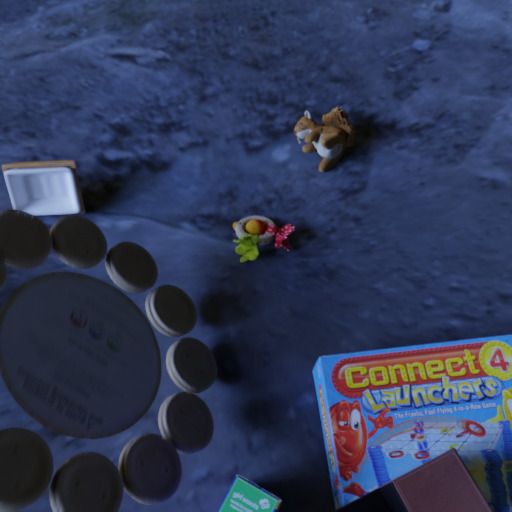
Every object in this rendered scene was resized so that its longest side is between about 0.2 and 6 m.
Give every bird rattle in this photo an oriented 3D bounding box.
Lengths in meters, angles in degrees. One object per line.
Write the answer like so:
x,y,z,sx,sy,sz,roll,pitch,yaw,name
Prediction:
0.068,-0.355,8.255,0.937,0.528,0.764,-24,50,-15,bird rattle

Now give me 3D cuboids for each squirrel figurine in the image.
1.091,-1.976,8.995,0.919,0.651,0.858,-35,57,-14,squirrel figurine

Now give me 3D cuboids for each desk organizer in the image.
1.229,2.883,5.662,2.252,0.807,0.867,-23,64,-11,desk organizer

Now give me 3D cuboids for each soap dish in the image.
-3.149,-1.033,8.392,1.059,0.833,0.430,-2,33,-1,soap dish

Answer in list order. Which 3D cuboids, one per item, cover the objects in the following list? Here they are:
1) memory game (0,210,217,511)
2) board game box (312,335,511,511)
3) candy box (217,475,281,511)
-1.946,1.098,6.342,3.750,0.239,3.750,30,41,-30,memory game
2.175,2.387,6.745,2.599,0.726,2.544,-6,65,-3,board game box
-0.314,3.234,6.021,0.587,1.288,1.524,24,67,13,candy box
